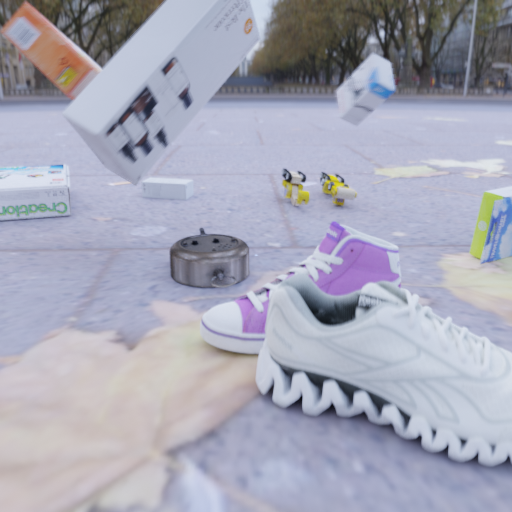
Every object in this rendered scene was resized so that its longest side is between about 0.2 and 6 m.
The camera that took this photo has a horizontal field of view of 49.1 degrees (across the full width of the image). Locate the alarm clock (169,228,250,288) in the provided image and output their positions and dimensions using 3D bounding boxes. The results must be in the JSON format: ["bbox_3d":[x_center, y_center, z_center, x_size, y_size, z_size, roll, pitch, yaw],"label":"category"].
[{"bbox_3d":[-0.662,0.092,8.503,1.231,0.607,1.824,-5,23,-16],"label":"alarm clock"}]

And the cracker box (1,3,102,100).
[{"bbox_3d":[-3.158,-3.222,9.892,1.569,0.675,2.342,44,5,6],"label":"cracker box"}]

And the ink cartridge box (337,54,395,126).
[{"bbox_3d":[2.083,-3.170,10.777,0.461,1.094,0.791,17,54,-27],"label":"ink cartridge box"}]

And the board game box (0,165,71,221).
[{"bbox_3d":[-6.344,-1.382,12.472,4.234,0.733,2.673,-6,20,-17],"label":"board game box"}]

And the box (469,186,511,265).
[{"bbox_3d":[4.357,-0.586,9.508,1.895,1.156,0.452,-12,27,-31],"label":"box"}]

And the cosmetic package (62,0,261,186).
[{"bbox_3d":[-1.367,-2.948,9.070,0.888,3.506,1.447,31,-14,23],"label":"cosmetic package"}]

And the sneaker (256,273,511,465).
[{"bbox_3d":[1.439,0.932,5.036,3.057,1.239,1.149,9,19,20],"label":"sneaker"}]

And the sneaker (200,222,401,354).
[{"bbox_3d":[0.534,0.288,6.611,2.487,1.418,0.901,-7,22,-17],"label":"sneaker"}]

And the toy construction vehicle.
[{"bbox_3d":[1.454,-1.534,13.319,1.655,0.670,1.901,6,20,-16],"label":"toy construction vehicle"}]

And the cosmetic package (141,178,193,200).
[{"bbox_3d":[-2.175,-1.654,13.783,1.148,0.409,0.582,4,19,13],"label":"cosmetic package"}]
